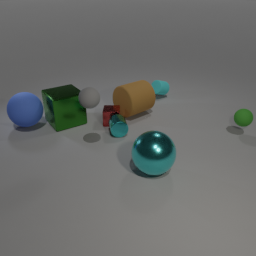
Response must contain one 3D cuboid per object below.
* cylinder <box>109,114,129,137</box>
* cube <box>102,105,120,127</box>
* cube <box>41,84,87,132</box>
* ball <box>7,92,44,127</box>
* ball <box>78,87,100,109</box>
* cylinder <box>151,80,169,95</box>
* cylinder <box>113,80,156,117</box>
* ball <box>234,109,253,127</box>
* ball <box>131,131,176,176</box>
[{"bbox_3d":[-0.383,-0.089,11.094,0.700,0.700,0.700,-5,29,-10],"label":"cylinder"},{"bbox_3d":[-0.693,-0.518,11.903,0.700,0.700,0.700,0,28,1],"label":"cube"},{"bbox_3d":[-2.685,-0.892,11.854,1.400,1.400,1.400,-17,33,-29],"label":"cube"},{"bbox_3d":[-4.151,-0.746,11.336,1.400,1.400,1.400,0,28,0],"label":"ball"},{"bbox_3d":[-1.246,-0.974,9.047,0.700,0.700,0.700,0,28,0],"label":"ball"},{"bbox_3d":[1.646,-2.071,14.347,0.700,0.700,0.700,-1,21,-47],"label":"cylinder"},{"bbox_3d":[0.265,-1.323,12.496,1.400,1.400,1.400,-21,35,-36],"label":"cylinder"},{"bbox_3d":[4.459,-0.399,10.817,0.700,0.700,0.700,0,28,0],"label":"ball"},{"bbox_3d":[0.806,0.778,8.768,1.400,1.400,1.400,0,28,0],"label":"ball"}]
